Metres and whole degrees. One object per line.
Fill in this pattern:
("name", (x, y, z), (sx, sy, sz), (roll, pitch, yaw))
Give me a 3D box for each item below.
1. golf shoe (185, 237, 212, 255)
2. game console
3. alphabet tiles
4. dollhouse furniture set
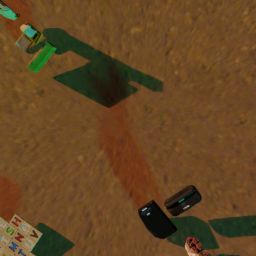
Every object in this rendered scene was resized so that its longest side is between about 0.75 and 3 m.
("golf shoe", (1.648, 2.927, 6.224), (0.360, 0.991, 0.456), (-17, 129, -20))
("game console", (1.027, 1.921, 6.494), (1.540, 0.186, 0.908), (-37, 94, 16))
("alphabet tiles", (-2.809, 2.954, 6.714), (1.366, 0.062, 1.635), (34, 93, 5))
("dollhouse furniture set", (-2.723, -2.286, 6.584), (2.016, 1.008, 0.778), (41, 96, -13))
